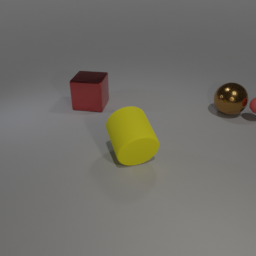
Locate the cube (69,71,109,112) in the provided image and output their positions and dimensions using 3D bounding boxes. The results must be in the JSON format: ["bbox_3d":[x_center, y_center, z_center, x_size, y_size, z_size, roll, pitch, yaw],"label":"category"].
[{"bbox_3d":[-1.712,-1.687,12.754,1.400,1.400,1.400,5,31,8],"label":"cube"}]

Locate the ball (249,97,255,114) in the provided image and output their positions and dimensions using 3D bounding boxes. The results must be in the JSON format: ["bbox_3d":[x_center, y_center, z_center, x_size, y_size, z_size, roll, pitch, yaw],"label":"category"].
[{"bbox_3d":[5.325,-0.918,11.397,0.700,0.700,0.700,0,30,0],"label":"ball"}]

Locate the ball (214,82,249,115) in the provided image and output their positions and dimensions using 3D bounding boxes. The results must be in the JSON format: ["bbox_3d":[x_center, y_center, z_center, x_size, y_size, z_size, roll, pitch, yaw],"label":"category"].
[{"bbox_3d":[4.384,-1.238,11.951,1.400,1.400,1.400,0,30,0],"label":"ball"}]

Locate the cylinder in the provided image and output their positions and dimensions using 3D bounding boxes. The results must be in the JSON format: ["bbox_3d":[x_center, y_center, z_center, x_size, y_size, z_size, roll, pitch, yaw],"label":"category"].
[{"bbox_3d":[0.124,0.259,9.098,1.400,1.400,1.400,-10,49,-16],"label":"cylinder"}]
